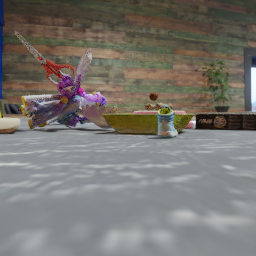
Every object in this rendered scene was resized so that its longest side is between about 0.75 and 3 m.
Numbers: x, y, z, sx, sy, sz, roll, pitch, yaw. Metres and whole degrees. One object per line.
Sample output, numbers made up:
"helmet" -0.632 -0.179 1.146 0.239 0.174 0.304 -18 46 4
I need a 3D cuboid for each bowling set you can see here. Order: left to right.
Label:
"bowling set" 1.504 -0.866 12.686 1.127 1.461 2.099 0 6 -41

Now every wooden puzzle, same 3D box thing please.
"wooden puzzle" -3.854 -0.172 6.427 2.534 0.510 2.739 -1 3 -23

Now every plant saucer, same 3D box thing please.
"plant saucer" 0.522 -0.112 6.226 1.693 0.406 1.695 1 3 19
"plant saucer" 0.931 -0.254 8.383 2.016 0.511 2.016 -1 2 0

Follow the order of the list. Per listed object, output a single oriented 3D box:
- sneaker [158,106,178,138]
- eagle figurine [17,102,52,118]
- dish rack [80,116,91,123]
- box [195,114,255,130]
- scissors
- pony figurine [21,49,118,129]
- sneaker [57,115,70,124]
"sneaker" 0.692 -0.107 4.846 0.317 0.521 0.798 0 2 11
"eagle figurine" -3.318 -0.725 11.427 1.309 1.302 1.725 23 2 32
"dish rack" -2.195 -0.475 15.262 1.590 0.346 1.365 2 2 39
"box" 2.978 -0.196 7.807 1.939 0.429 1.553 1 3 23
"scissors" -2.228 -1.676 7.252 0.726 0.138 1.983 -41 -40 19
"pony figurine" -1.514 -0.735 7.596 2.502 2.083 2.415 -17 0 -22
"sneaker" -2.786 -0.511 12.233 0.577 0.674 1.627 1 2 -19
